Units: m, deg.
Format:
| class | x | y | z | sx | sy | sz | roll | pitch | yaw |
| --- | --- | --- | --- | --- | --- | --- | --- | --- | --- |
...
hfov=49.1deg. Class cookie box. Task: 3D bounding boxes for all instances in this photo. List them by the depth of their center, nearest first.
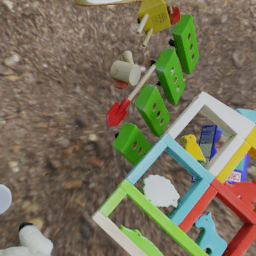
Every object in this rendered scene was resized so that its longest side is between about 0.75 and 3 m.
| class | x | y | z | sx | sy | sz | roll | pitch | yaw |
| --- | --- | --- | --- | --- | --- | --- | --- | --- | --- |
| cookie box | 1.608 | 0.549 | 4.758 | 0.869 | 0.382 | 1.016 | 19 | 78 | -24 |

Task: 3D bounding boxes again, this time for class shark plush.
| class | x | y | z | sx | sy | sz | roll | pitch | yaw |
| --- | --- | --- | --- | --- | --- | --- | --- | --- | --- |
| shark plush | -0.886 | 2.197 | 3.318 | 2.689 | 1.222 | 1.120 | 25 | 96 | 2 |

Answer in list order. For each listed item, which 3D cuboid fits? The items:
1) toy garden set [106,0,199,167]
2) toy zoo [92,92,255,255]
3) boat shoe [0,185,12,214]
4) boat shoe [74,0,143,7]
| class | x | y | z | sx | sy | sz | roll | pitch | yaw |
| --- | --- | --- | --- | --- | --- | --- | --- | --- | --- |
| toy garden set | 0.292 | -0.792 | 4.376 | 0.498 | 2.078 | 2.493 | 20 | 75 | 27 |
| toy zoo | 1.097 | 0.765 | 3.870 | 1.815 | 0.283 | 2.767 | 43 | 76 | 3 |
| boat shoe | -2.413 | 0.939 | 3.671 | 1.599 | 0.546 | 0.590 | -4 | 91 | -32 |
| boat shoe | 0.187 | -2.963 | 5.522 | 2.651 | 0.919 | 0.939 | -18 | 29 | -27 |
